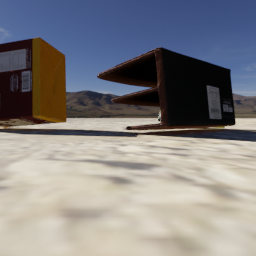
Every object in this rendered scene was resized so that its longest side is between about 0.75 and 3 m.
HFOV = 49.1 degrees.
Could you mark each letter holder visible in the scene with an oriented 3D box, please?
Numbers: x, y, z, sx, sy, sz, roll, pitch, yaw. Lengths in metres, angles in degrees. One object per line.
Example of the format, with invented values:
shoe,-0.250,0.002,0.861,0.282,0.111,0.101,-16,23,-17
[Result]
letter holder,0.891,-0.638,6.484,2.002,1.417,2.817,-8,-5,43

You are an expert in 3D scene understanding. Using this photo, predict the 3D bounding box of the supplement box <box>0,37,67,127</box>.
supplement box,-2.842,-1.091,7.444,1.983,1.956,1.317,-4,-6,15

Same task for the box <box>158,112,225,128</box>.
box,1.840,-0.466,8.172,0.545,0.819,2.176,20,-8,-35
